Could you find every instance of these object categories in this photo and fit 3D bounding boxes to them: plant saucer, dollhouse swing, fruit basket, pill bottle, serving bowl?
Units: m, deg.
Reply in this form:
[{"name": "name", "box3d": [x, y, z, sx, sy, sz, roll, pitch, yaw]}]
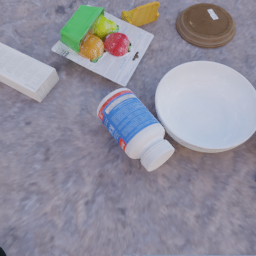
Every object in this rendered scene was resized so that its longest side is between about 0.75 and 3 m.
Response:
[{"name": "plant saucer", "box3d": [2.758, -3.690, 9.860, 2.121, 0.313, 2.121, 0, 61, 0]}, {"name": "dollhouse swing", "box3d": [0.419, -4.134, 9.695, 1.144, 1.006, 1.040, -21, 64, -10]}, {"name": "fruit basket", "box3d": [-0.757, -2.704, 9.051, 2.561, 1.201, 2.372, 28, 65, -3]}, {"name": "pill bottle", "box3d": [0.209, 0.052, 7.367, 1.189, 1.189, 2.118, -32, 66, -16]}, {"name": "serving bowl", "box3d": [2.111, -0.514, 7.821, 2.800, 0.921, 2.800, 0, 62, -1]}]

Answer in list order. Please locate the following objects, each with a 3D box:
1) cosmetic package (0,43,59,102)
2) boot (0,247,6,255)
[{"name": "cosmetic package", "box3d": [-3.449, -1.780, 8.659, 2.435, 0.617, 1.005, 27, 65, 14]}, {"name": "boot", "box3d": [-3.572, 4.035, 5.411, 2.347, 1.060, 2.864, -16, 58, 0]}]
